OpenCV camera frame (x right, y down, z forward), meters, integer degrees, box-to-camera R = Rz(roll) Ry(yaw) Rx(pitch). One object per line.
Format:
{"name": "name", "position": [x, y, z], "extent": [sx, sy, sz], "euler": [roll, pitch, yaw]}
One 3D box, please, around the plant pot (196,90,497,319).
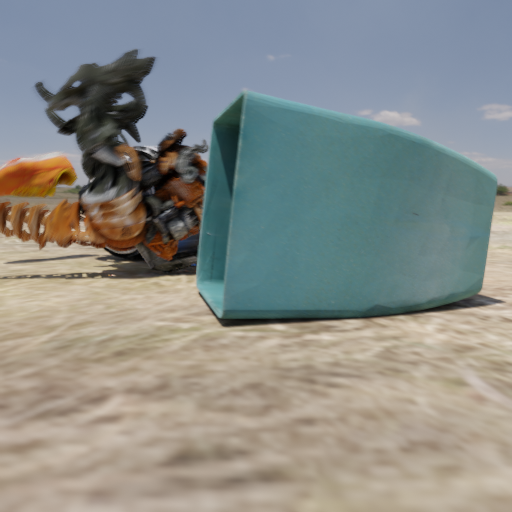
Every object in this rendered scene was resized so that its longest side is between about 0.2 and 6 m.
{"name": "plant pot", "position": [0.912, -0.384, 5.936], "extent": [2.759, 1.949, 1.950], "euler": [5, 4, -14]}

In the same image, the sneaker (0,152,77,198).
{"name": "sneaker", "position": [-3.917, -1.324, 9.792], "extent": [1.853, 0.715, 0.676], "euler": [-32, -5, -47]}

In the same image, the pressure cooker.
{"name": "pressure cooker", "position": [-1.963, -0.932, 10.279], "extent": [2.030, 2.061, 2.308], "euler": [-38, -16, 31]}

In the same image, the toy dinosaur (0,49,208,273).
{"name": "toy dinosaur", "position": [-1.888, -1.086, 7.995], "extent": [4.232, 2.872, 2.162], "euler": [-11, -4, -38]}

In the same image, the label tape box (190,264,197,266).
{"name": "label tape box", "position": [-0.589, -0.094, 9.632], "extent": [1.356, 0.448, 0.972], "euler": [1, 6, -8]}
